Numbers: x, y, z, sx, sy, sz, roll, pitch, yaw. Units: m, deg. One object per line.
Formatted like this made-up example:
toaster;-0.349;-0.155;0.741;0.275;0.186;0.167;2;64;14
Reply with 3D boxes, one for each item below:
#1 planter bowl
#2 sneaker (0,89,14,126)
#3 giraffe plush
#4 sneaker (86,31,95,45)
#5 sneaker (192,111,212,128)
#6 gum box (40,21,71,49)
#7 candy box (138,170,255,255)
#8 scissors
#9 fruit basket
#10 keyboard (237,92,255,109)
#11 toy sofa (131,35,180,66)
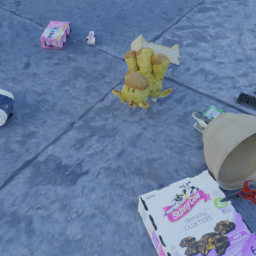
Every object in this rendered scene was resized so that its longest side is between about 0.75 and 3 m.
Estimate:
planter bowl;3.261;0.503;8.497;2.328;2.328;1.567;-16;40;-13
sneaker;-5.519;-0.779;10.430;2.479;0.999;1.815;-6;42;-1
giraffe plush;0.393;-1.570;10.047;1.921;2.226;1.805;2;31;37
sneaker;-1.872;-4.479;13.900;0.419;0.387;0.951;-6;49;-8
sneaker;2.497;-0.234;9.505;0.325;0.380;0.873;-29;54;-22
gum box;-3.556;-4.583;13.856;0.995;0.580;1.753;6;50;5
candy box;1.801;2.711;7.344;2.242;0.956;2.673;-18;52;-15
scissors;3.170;1.810;7.915;2.301;0.160;0.842;14;53;-32
fruit basket;3.294;-0.059;9.908;1.519;0.712;1.407;35;58;23
keyboard;5.297;-1.070;11.125;1.698;0.175;1.079;24;54;18
toy sofa;1.115;-2.991;11.367;1.964;0.813;0.958;2;79;-29
